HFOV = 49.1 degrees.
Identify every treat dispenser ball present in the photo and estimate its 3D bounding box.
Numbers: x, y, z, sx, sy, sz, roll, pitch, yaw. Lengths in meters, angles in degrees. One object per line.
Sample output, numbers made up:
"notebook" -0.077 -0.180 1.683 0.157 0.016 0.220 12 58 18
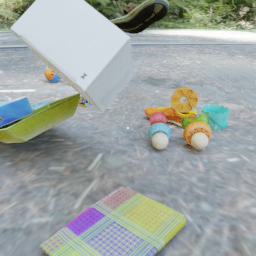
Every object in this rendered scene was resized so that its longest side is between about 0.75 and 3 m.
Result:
"treat dispenser ball" -3.591 -2.644 13.492 0.868 0.868 0.868 0 24 0

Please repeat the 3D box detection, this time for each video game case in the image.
"video game case" -4.121 -0.099 7.287 2.174 0.545 2.398 -9 16 32

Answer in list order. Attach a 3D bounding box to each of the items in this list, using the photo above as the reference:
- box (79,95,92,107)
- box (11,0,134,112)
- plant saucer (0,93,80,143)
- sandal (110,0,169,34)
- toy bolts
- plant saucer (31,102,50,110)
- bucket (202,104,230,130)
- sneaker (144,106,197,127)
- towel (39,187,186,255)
"box" -1.285 -1.169 10.683 0.440 0.404 1.255 21 30 37
"box" -0.864 -1.369 5.399 1.628 1.137 2.139 40 -3 5
"plant saucer" -2.430 -0.165 7.362 2.086 0.499 2.083 -33 16 -35
"sandal" 0.391 -4.211 10.334 1.145 0.822 2.882 10 -10 -40
"toy bolts" 1.253 -0.095 7.220 1.613 1.541 1.119 -14 31 13
"plant saucer" -2.993 -0.748 10.076 0.918 0.126 0.918 -1 23 0
"bucket" 2.667 -0.345 8.612 0.867 0.564 0.867 0 24 0
"sneaker" 1.345 -0.500 8.844 1.762 0.680 0.643 11 27 27
"towel" -0.146 1.665 4.467 1.461 0.232 2.034 20 31 36
